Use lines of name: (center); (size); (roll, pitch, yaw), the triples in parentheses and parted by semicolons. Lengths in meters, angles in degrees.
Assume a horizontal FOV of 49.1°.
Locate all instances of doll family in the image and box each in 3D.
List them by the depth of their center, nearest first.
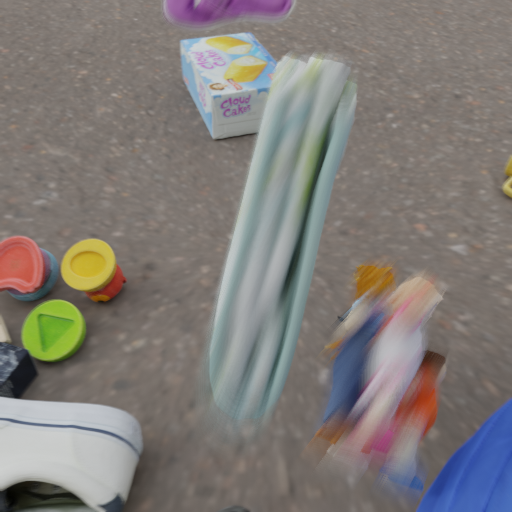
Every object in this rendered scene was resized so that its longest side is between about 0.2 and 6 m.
doll family: (0.713, 0.681, 3.503); (0.803, 1.783, 1.107); (9, 64, 25)

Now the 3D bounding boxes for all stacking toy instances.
stacking toy: (-2.765, 0.619, 7.545); (1.838, 0.776, 1.663); (6, 68, 11)

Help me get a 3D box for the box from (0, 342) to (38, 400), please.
box: (-3.172, 1.440, 6.511); (0.824, 0.492, 0.838); (12, 42, 13)

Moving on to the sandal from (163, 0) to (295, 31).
sandal: (-0.469, -4.586, 9.878); (2.377, 0.967, 0.584); (-6, 8, -4)

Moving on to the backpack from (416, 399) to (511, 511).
backpack: (3.205, 2.312, 3.008); (4.333, 3.636, 3.521); (40, 48, 23)

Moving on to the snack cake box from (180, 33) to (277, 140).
snack cake box: (-0.486, -3.666, 11.800); (1.670, 0.976, 2.905); (-11, 43, -14)

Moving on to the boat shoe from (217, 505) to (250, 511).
boat shoe: (-0.988, 3.046, 4.410); (0.983, 0.904, 2.751); (32, 51, 30)

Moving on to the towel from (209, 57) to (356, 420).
towel: (0.163, -0.308, 4.346); (0.585, 2.430, 2.080); (14, 22, -3)

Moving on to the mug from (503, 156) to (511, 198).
mug: (4.994, -1.465, 9.536); (1.142, 1.391, 1.114); (39, 22, 24)

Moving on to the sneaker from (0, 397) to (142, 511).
sneaker: (-2.741, 2.016, 5.355); (3.165, 1.156, 1.120); (0, 36, -1)
